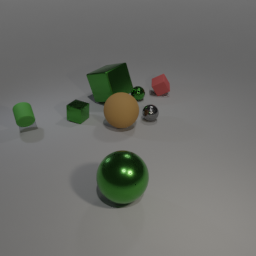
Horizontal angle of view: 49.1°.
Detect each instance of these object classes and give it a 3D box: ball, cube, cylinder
[{"bbox_3d":[0.941,-0.636,11.720,0.700,0.700,0.700,0,29,0],"label":"ball"},{"bbox_3d":[-2.094,-0.689,11.738,0.700,0.700,0.700,17,33,18],"label":"cube"},{"bbox_3d":[-3.985,-0.510,10.720,0.700,0.700,0.700,-14,60,-23],"label":"cylinder"},{"bbox_3d":[0.481,-1.682,13.598,0.700,0.700,0.700,0,29,0],"label":"ball"},{"bbox_3d":[-0.141,1.296,7.456,1.400,1.400,1.400,0,29,0],"label":"ball"},{"bbox_3d":[-0.262,-0.692,11.005,1.400,1.400,1.400,0,29,0],"label":"ball"},{"bbox_3d":[1.648,-2.162,14.074,0.700,0.700,0.700,-21,38,24],"label":"cube"},{"bbox_3d":[-0.818,-2.115,13.077,1.400,1.400,1.400,5,30,43],"label":"cube"}]
